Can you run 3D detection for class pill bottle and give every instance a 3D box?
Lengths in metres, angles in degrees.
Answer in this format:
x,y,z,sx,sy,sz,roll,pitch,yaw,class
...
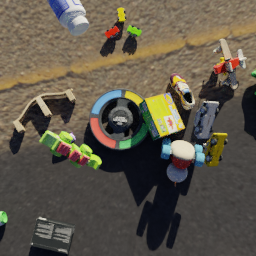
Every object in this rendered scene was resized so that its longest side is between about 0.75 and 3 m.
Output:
x,y,z,sx,sy,sz,roll,pitch,yaw,class
-1.775,-3.515,8.275,0.826,0.826,1.475,-30,85,-4,pill bottle

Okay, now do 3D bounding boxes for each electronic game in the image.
x,y,z,sx,sy,sz,roll,pitch,yaw,class
-0.311,-0.366,11.543,2.598,0.541,2.598,0,81,0,electronic game

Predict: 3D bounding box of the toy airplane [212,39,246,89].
x,y,z,sx,sy,sz,roll,pitch,yaw,class
4.140,-2.647,11.711,1.641,1.163,1.648,26,69,-34,toy airplane

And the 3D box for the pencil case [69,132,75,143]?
x,y,z,sx,sy,sz,roll,pitch,yaw,class
-2.563,0.513,11.511,0.819,0.344,0.350,-30,83,-4,pencil case

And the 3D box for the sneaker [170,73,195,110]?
x,y,z,sx,sy,sz,roll,pitch,yaw,class
2.304,-1.606,11.617,0.637,0.765,1.699,-27,82,-4,sneaker

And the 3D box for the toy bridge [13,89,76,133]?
x,y,z,sx,sy,sz,roll,pitch,yaw,class
-3.523,-0.900,11.707,2.786,0.379,0.937,-32,83,-5,toy bridge

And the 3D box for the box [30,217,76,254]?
x,y,z,sx,sy,sz,roll,pitch,yaw,class
-2.884,4.131,10.841,1.460,0.576,1.031,13,78,2,box

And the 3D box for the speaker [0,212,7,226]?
x,y,z,sx,sy,sz,roll,pitch,yaw,class
-5.408,3.697,10.937,1.216,0.538,0.538,-20,82,-3,speaker

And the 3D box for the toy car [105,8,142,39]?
x,y,z,sx,sy,sz,roll,pitch,yaw,class
-0.100,-4.340,12.257,1.436,0.340,1.526,25,83,3,toy car

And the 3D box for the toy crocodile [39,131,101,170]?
x,y,z,sx,sy,sz,roll,pitch,yaw,class
-1.638,0.691,8.168,1.982,0.612,0.669,37,96,-34,toy crocodile

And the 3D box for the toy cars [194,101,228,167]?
x,y,z,sx,sy,sz,roll,pitch,yaw,class
2.410,0.176,8.432,1.042,0.514,2.324,-39,125,-16,toy cars

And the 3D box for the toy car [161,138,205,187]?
x,y,z,sx,sy,sz,roll,pitch,yaw,class
1.989,1.469,11.063,1.564,1.500,1.696,13,110,4,toy car

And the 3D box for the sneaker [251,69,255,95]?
x,y,z,sx,sy,sz,roll,pitch,yaw,class
5.857,-1.421,11.650,1.005,0.890,2.404,-22,80,14,sneaker

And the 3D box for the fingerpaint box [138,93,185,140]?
x,y,z,sx,sy,sz,roll,pitch,yaw,class
1.348,-0.473,11.275,1.344,0.591,1.611,-18,81,-32,fingerpaint box
